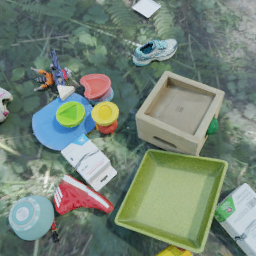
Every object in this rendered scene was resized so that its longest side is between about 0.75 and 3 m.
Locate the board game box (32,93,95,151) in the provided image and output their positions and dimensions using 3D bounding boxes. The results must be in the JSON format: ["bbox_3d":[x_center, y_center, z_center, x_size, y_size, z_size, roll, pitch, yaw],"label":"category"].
[{"bbox_3d":[-2.463,-0.213,11.041,2.413,0.470,1.907,-39,78,-14],"label":"board game box"}]

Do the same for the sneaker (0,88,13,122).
[{"bbox_3d":[-5.283,-0.535,10.823,1.093,1.008,2.477,19,79,-6],"label":"sneaker"}]

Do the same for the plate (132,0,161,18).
[{"bbox_3d":[0.910,-5.881,13.713,1.029,0.166,1.027,38,70,16],"label":"plate"}]

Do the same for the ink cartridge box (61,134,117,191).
[{"bbox_3d":[-1.398,1.252,10.265,1.092,0.629,1.886,-42,72,-17],"label":"ink cartridge box"}]

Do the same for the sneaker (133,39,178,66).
[{"bbox_3d":[1.257,-3.420,12.189,2.153,0.929,0.836,-25,68,-11],"label":"sneaker"}]

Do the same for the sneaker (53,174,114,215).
[{"bbox_3d":[-1.620,2.632,9.665,2.172,0.851,1.255,26,77,24],"label":"sneaker"}]

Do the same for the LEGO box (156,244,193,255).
[{"bbox_3d":[0.957,4.951,7.909,2.896,1.118,2.157,-23,67,-29],"label":"LEGO box"}]

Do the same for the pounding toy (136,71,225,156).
[{"bbox_3d":[2.075,-0.008,10.311,2.980,2.118,2.743,25,65,20],"label":"pounding toy"}]

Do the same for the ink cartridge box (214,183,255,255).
[{"bbox_3d":[4.023,3.110,9.316,1.466,0.831,2.000,-35,70,-14],"label":"ink cartridge box"}]

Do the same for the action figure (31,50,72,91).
[{"bbox_3d":[-3.184,-2.339,11.777,1.621,0.877,1.676,-7,89,-9],"label":"action figure"}]

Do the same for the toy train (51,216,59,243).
[{"bbox_3d":[-2.548,3.323,9.539,0.195,0.262,1.144,-16,67,-7],"label":"toy train"}]

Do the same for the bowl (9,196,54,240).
[{"bbox_3d":[-3.309,2.905,9.318,1.497,0.783,1.497,-4,62,8],"label":"bowl"}]

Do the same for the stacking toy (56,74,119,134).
[{"bbox_3d":[-1.562,-0.798,11.084,2.319,1.082,2.561,-11,56,0],"label":"stacking toy"}]

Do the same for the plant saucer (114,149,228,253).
[{"bbox_3d":[1.479,2.265,9.160,2.991,0.716,2.987,6,55,35],"label":"plant saucer"}]
